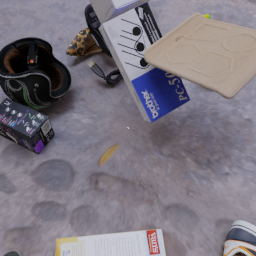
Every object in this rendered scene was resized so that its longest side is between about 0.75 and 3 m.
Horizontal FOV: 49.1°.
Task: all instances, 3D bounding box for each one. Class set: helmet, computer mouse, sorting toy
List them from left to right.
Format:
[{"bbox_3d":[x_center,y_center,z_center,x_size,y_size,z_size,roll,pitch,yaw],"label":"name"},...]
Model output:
[{"bbox_3d":[-3.038,-1.651,9.168,2.160,2.059,2.160,-4,63,7],"label":"helmet"},{"bbox_3d":[-0.939,-3.008,10.396,2.068,0.678,2.945,-44,102,-25],"label":"computer mouse"},{"bbox_3d":[1.932,-1.754,6.545,2.228,0.439,2.407,-41,54,-20],"label":"sorting toy"}]

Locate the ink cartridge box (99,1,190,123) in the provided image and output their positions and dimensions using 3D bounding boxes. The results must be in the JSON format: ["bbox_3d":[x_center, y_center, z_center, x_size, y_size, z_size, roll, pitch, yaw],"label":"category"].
[{"bbox_3d":[0.484,-1.684,7.511,1.327,2.822,0.624,-30,16,-9],"label":"ink cartridge box"}]

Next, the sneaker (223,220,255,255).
[{"bbox_3d":[3.521,3.325,6.256,2.843,1.115,1.129,24,53,29],"label":"sneaker"}]

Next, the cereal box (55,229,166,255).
[{"bbox_3d":[-0.364,3.460,6.496,2.627,0.519,1.890,-4,55,-3],"label":"cereal box"}]

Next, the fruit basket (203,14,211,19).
[{"bbox_3d":[3.092,-4.477,11.975,0.974,0.703,0.974,-9,51,12],"label":"fruit basket"}]

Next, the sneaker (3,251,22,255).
[{"bbox_3d":[-3.283,3.684,6.135,0.847,0.891,2.247,31,59,22],"label":"sneaker"}]

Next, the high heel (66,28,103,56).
[{"bbox_3d":[-0.950,-3.236,10.915,1.896,0.950,2.659,30,51,26],"label":"high heel"}]

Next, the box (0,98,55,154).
[{"bbox_3d":[-3.271,-0.067,8.681,1.654,1.011,0.877,23,57,14],"label":"box"}]

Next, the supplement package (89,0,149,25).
[{"bbox_3d":[-0.504,-4.376,7.909,1.397,1.415,2.333,-30,98,-19],"label":"supplement package"}]
